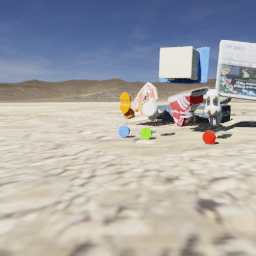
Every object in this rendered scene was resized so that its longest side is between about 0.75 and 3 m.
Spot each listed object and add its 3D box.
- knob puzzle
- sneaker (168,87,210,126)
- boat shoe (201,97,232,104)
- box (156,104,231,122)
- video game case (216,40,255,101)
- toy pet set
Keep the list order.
[{"bbox_3d":[0.516,-0.909,9.450,0.211,1.521,1.521,19,-4,-29],"label":"knob puzzle"},{"bbox_3d":[1.977,-0.635,8.821,0.683,1.078,1.917,-14,2,-21],"label":"sneaker"},{"bbox_3d":[3.823,-1.415,13.726,2.670,0.954,0.877,-11,-18,0],"label":"boat shoe"},{"bbox_3d":[2.669,-0.649,11.394,2.595,0.662,2.047,3,8,30],"label":"box"},{"bbox_3d":[3.457,-1.585,7.894,1.825,1.660,0.213,8,-10,4],"label":"video game case"},{"bbox_3d":[1.089,-0.799,6.624,2.288,2.137,1.215,5,6,27],"label":"toy pet set"}]
